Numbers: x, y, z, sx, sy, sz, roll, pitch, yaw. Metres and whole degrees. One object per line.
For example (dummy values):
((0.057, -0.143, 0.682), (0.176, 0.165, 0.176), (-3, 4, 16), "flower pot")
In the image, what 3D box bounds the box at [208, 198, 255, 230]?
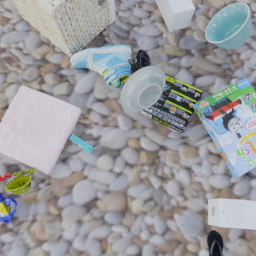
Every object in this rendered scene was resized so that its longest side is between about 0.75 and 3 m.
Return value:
((3.105, 2.429, 7.900), (1.412, 1.075, 0.751), (4, 74, 2), "box")

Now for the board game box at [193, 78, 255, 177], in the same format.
((3.506, -0.048, 8.757), (1.918, 0.464, 2.536), (-27, 84, -10), "board game box")

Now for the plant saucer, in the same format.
((0.517, -0.995, 7.887), (1.509, 1.509, 0.379), (-34, 54, -9), "plant saucer")

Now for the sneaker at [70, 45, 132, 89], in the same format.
((-0.866, -1.919, 9.277), (2.088, 0.830, 1.363), (-8, 84, 9), "sneaker")

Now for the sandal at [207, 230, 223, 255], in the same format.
((2.511, 3.567, 8.007), (0.459, 0.258, 1.207), (4, 74, 1), "sandal")

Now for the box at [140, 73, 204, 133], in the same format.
((1.426, -0.858, 9.203), (1.601, 0.380, 1.547), (26, 74, 8), "box")

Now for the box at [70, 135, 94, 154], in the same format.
((-1.460, 0.510, 8.837), (0.774, 0.319, 0.190), (31, 74, 9), "box")

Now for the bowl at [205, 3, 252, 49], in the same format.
((3.510, -3.297, 9.439), (0.815, 1.558, 1.558), (31, 72, -34), "bowl")

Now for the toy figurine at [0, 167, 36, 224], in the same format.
((-3.573, 2.154, 8.224), (2.193, 1.157, 1.314), (-15, 106, 4), "toy figurine")

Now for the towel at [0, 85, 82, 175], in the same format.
((-2.942, 0.018, 8.955), (2.223, 0.375, 2.328), (22, 75, 7), "towel")

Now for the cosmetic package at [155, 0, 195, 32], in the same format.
((1.529, -4.551, 9.891), (0.824, 1.045, 1.942), (-19, 77, -7), "cosmetic package")

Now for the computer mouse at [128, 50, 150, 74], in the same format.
((0.320, -2.107, 9.240), (1.026, 0.336, 1.461), (24, 46, -36), "computer mouse")

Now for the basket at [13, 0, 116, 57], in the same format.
((-2.217, -4.344, 8.921), (2.862, 2.836, 2.301), (41, 81, 10), "basket")
